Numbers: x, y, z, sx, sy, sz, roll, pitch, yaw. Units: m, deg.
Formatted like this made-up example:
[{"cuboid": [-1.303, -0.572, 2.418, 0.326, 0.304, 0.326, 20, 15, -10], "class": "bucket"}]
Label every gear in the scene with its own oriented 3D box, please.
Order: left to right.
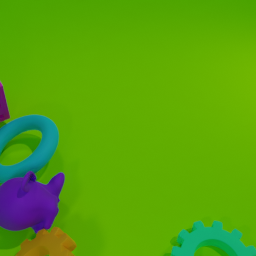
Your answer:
[{"cuboid": [-1.340, 2.084, 4.029, 1.317, 0.244, 1.317, -26, 28, 15], "class": "gear"}, {"cuboid": [1.410, 2.211, 4.535, 1.400, 0.259, 1.400, 0, 44, 0], "class": "gear"}]

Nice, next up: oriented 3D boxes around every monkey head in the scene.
[{"cuboid": [-1.690, 1.160, 4.836, 1.032, 1.712, 1.232, 35, 43, -19], "class": "monkey head"}]

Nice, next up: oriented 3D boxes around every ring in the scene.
[{"cuboid": [-2.302, 0.399, 5.990, 1.734, 0.347, 1.734, -10, 47, 11], "class": "ring"}]

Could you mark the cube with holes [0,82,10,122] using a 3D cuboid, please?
[{"cuboid": [-3.647, -0.795, 6.278, 1.317, 1.317, 1.317, -28, 71, -27], "class": "cube with holes"}]
